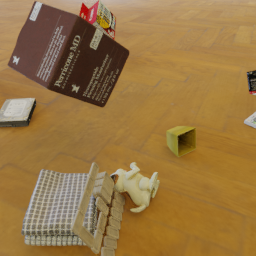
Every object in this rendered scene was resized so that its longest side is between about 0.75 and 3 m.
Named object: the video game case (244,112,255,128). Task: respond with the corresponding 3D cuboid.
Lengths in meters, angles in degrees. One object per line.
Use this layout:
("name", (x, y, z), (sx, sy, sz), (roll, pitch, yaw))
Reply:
("video game case", (5.892, -0.224, 11.668), (1.392, 0.179, 1.531), (-28, 44, -34))

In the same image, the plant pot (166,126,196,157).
("plant pot", (1.884, 0.399, 10.238), (0.892, 0.892, 0.787), (-21, 28, -27))

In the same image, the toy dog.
("toy dog", (0.098, 1.723, 8.346), (1.397, 0.975, 1.354), (17, 73, 21))

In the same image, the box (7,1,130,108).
("box", (-2.004, -2.472, 9.939), (2.401, 2.426, 2.924), (30, 9, 32))

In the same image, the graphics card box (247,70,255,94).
("graphics card box", (4.384, -1.594, 9.610), (0.487, 0.777, 0.198), (-13, 13, 3))

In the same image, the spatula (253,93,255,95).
("spatula", (7.709, -1.726, 13.822), (2.834, 0.228, 1.971), (18, 40, 24))

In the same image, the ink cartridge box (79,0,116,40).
("ink cartridge box", (-1.430, -5.078, 13.295), (0.817, 1.711, 1.948), (-26, 45, 30))

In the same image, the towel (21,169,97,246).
("towel", (-1.739, 2.071, 7.672), (1.805, 0.933, 2.180), (-1, 34, -3))

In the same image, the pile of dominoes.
("pile of dominoes", (-0.750, 2.135, 7.145), (0.356, 1.743, 2.237), (-20, 30, 21))

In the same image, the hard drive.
("hard drive", (-4.858, -0.705, 12.215), (1.344, 0.364, 1.924), (-3, 36, -3))
